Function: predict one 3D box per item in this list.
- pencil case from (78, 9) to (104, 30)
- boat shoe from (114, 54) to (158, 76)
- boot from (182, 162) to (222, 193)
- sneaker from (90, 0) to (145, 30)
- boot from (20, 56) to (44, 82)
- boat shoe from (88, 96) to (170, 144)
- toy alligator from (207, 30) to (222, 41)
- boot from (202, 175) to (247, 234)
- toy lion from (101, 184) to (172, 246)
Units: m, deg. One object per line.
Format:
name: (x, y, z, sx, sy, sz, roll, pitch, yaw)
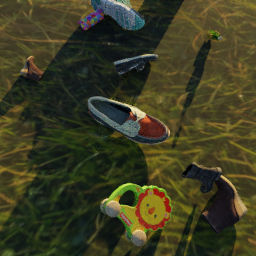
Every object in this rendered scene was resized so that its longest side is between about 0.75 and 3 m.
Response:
pencil case: (-1.384, -4.114, 10.601, 0.982, 0.434, 0.434, -38, 70, -18)
boat shoe: (0.313, -2.212, 9.714, 1.588, 0.570, 0.537, -17, 101, -15)
boot: (1.884, 1.319, 7.534, 0.949, 1.090, 0.377, 10, 39, -13)
sneaker: (-0.244, -4.636, 10.605, 2.415, 0.937, 1.101, 36, 66, 14)
boot: (-3.239, -2.048, 9.737, 0.715, 0.311, 0.859, 21, 65, -3)
boat shoe: (-0.001, -0.263, 8.499, 2.641, 0.826, 0.940, 22, 71, 11)
toy alligator: (3.146, -3.300, 10.154, 0.345, 0.250, 1.042, -9, 35, 1)
boot: (2.474, 2.039, 7.629, 1.105, 0.481, 1.329, -28, 71, -14)
toy lion: (0.345, 2.090, 7.329, 1.556, 0.557, 1.623, -44, 100, -22)
